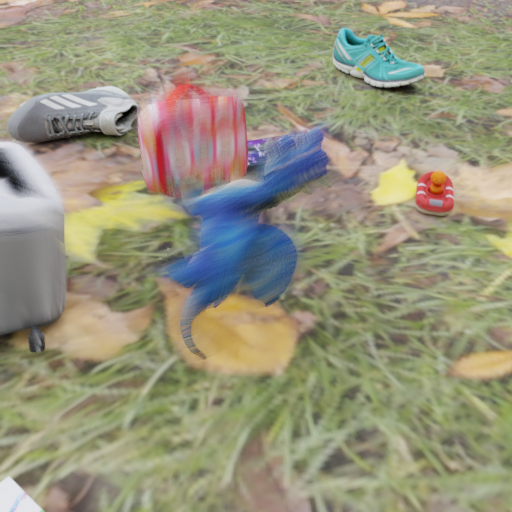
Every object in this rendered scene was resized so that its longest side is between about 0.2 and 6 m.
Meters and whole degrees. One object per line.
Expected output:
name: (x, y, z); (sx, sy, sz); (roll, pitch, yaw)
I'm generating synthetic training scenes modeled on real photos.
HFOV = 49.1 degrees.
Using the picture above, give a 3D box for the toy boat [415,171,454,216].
toy boat: (3.117, -1.182, 9.690); (0.639, 0.640, 0.979); (9, 41, 10)

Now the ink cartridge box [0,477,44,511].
ink cartridge box: (-2.240, 2.549, 5.387); (0.717, 0.519, 0.301); (27, 46, 29)

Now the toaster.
toaster: (-3.478, -0.253, 7.326); (1.638, 1.862, 2.883); (-12, 41, -35)

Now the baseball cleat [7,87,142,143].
baseball cleat: (-3.609, -2.841, 11.433); (2.654, 0.926, 1.413); (-30, 49, -30)

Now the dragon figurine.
dragon figurine: (-0.215, 0.028, 6.152); (0.924, 3.139, 1.561); (3, 18, -44)

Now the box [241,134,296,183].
box: (0.289, -1.814, 10.562); (1.280, 0.505, 0.904); (-12, 44, -14)

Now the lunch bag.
lunch bag: (-0.960, -1.858, 8.776); (1.811, 1.595, 0.742); (-23, 31, -39)

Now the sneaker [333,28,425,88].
sneaker: (2.920, -4.822, 13.677); (2.608, 1.039, 1.011); (32, 50, 31)
